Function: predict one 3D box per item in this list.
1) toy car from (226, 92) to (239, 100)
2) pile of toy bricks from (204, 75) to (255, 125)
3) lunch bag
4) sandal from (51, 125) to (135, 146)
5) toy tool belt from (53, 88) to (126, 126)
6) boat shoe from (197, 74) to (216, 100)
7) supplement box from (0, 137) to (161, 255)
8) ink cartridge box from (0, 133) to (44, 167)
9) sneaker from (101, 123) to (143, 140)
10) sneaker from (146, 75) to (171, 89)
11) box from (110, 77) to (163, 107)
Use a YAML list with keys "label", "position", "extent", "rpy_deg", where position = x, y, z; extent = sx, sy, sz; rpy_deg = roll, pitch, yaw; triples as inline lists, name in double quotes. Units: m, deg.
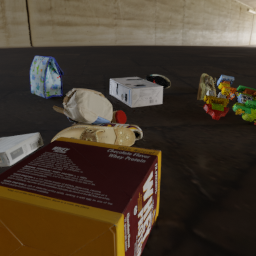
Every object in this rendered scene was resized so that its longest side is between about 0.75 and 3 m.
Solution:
- label: "toy car"
  position: [4.442, -1.391, 11.626]
  extent: [0.842, 0.413, 0.280]
  rpy_deg: [-20, 59, -29]
- label: "pile of toy bricks"
  position: [3.871, -0.678, 8.726]
  extent: [2.704, 1.500, 1.335]
  rpy_deg: [10, 59, -1]
- label: "lunch bag"
  position: [-3.522, -2.233, 12.013]
  extent: [1.416, 1.666, 1.061]
  rpy_deg: [18, 27, 42]
- label: "sandal"
  position: [-0.702, 0.229, 6.353]
  extent: [2.032, 0.745, 0.668]
  rpy_deg: [-5, -9, -24]
- label: "toy tool belt"
  position: [-1.035, -0.404, 7.751]
  extent: [1.124, 1.142, 1.828]
  rpy_deg: [-13, -23, 38]
- label: "boat shoe"
  position: [3.410, -1.722, 12.017]
  extent: [0.717, 0.838, 2.286]
  rpy_deg: [10, 32, 14]
- label: "supplement box"
  position: [-0.600, 1.035, 3.743]
  extent: [1.721, 1.158, 1.745]
  rpy_deg: [7, 21, 18]
- label: "ink cartridge box"
  position: [-2.833, 0.519, 6.211]
  extent: [1.481, 0.350, 1.185]
  rpy_deg: [-9, 15, 20]
- label: "sneaker"
  position: [-0.235, 0.131, 7.264]
  extent: [1.235, 0.463, 0.556]
  rpy_deg: [-4, 16, -9]
- label: "sneaker"
  position: [1.676, -2.400, 13.986]
  extent: [0.830, 0.625, 1.775]
  rpy_deg: [-18, 23, -28]
- label: "box"
  position: [0.265, -1.533, 11.476]
  extent: [1.381, 0.712, 2.367]
  rpy_deg: [-8, 21, -21]
